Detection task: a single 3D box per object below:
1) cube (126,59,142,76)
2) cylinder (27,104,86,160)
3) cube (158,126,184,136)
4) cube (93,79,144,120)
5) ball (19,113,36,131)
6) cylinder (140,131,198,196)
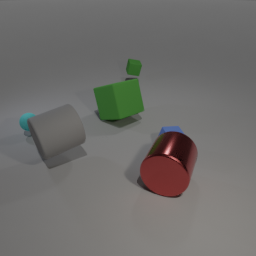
[{"bbox_3d":[0.327,-3.456,15.977,0.700,0.700,0.700,7,34,-14],"label":"cube"},{"bbox_3d":[-2.278,0.109,8.957,1.400,1.400,1.400,-24,36,-24],"label":"cylinder"},{"bbox_3d":[1.509,0.420,9.696,0.700,0.700,0.700,-3,42,-26],"label":"cube"},{"bbox_3d":[-0.381,-1.192,11.786,1.400,1.400,1.400,-21,13,-38],"label":"cube"},{"bbox_3d":[-3.776,-0.228,10.684,0.700,0.700,0.700,0,28,0],"label":"ball"},{"bbox_3d":[1.217,1.010,8.150,1.400,1.400,1.400,11,30,19],"label":"cylinder"}]
